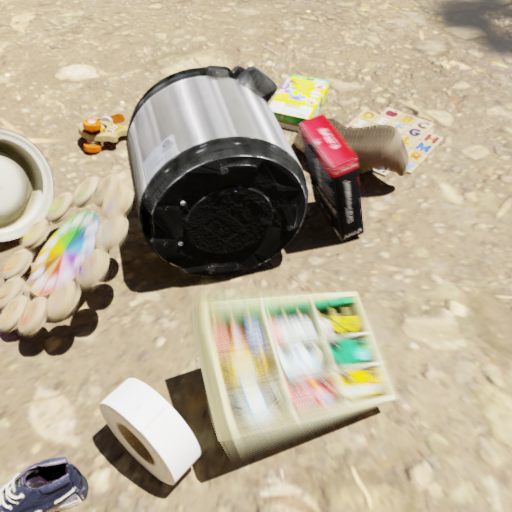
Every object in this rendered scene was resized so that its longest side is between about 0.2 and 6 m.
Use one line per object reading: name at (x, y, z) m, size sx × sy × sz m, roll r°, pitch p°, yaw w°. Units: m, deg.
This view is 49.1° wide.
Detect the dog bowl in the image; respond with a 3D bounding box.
dog bowl at (-5.265, -1.397, 11.165) m, size 2.215 × 2.215 × 0.817 m, roll -38°, pitch 27°, yaw -30°

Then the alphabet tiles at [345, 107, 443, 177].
alphabet tiles at (3.233, -2.881, 13.879) m, size 2.211 × 0.084 × 2.657 m, roll 28°, pitch 52°, yaw 25°

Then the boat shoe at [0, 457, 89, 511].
boat shoe at (-3.245, 3.209, 7.525) m, size 1.793 × 0.832 × 0.670 m, roll -16°, pitch 48°, yaw -16°

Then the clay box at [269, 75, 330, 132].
clay box at (1.129, -4.048, 14.722) m, size 1.159 × 0.480 × 2.017 m, roll 17°, pitch 48°, yaw 15°

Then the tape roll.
tape roll at (-1.488, 2.437, 7.795) m, size 1.520 × 1.520 × 0.532 m, roll 32°, pitch 54°, yaw 27°

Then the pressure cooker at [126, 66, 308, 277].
pressure cooker at (-0.862, -1.820, 10.724) m, size 3.125 × 3.174 × 3.553 m, roll -14°, pitch 48°, yaw -8°

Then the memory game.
memory game at (-3.468, -0.117, 9.908) m, size 3.343 × 0.213 × 3.343 m, roll -23°, pitch 46°, yaw 26°

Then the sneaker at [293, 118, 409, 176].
sneaker at (2.103, -2.346, 12.820) m, size 1.066 × 1.143 × 3.027 m, roll -50°, pitch 39°, yaw -15°

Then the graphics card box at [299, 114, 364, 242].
graphics card box at (1.495, -1.459, 10.901) m, size 0.570 × 2.243 × 1.407 m, roll -24°, pitch 52°, yaw -4°

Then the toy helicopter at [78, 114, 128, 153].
toy helicopter at (-3.458, -3.127, 13.868) m, size 1.812 × 0.715 × 1.198 m, roll -4°, pitch 36°, yaw -18°

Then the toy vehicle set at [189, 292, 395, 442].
toy vehicle set at (0.578, 1.484, 8.175) m, size 2.917 × 0.387 × 1.812 m, roll -2°, pitch 63°, yaw -33°
